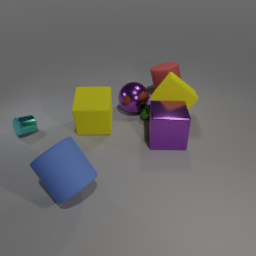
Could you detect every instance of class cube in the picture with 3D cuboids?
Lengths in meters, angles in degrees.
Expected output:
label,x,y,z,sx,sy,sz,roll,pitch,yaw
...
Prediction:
label,x,y,z,sx,sy,sz,roll,pitch,yaw
cube,1.520,-0.120,10.676,1.400,1.400,1.400,1,32,1
cube,-1.375,-0.691,11.278,1.400,1.400,1.400,-1,47,0
cube,1.914,-1.295,11.817,1.400,1.400,1.400,37,21,-8

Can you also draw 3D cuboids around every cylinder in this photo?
label,x,y,z,sx,sy,sz,roll,pitch,yaw
cylinder,-4.131,-0.121,11.216,0.700,0.700,0.700,27,29,35
cylinder,-1.825,1.195,8.060,1.400,1.400,1.400,-35,2,1
cylinder,1.921,-2.404,13.921,1.400,1.400,1.400,-12,23,5

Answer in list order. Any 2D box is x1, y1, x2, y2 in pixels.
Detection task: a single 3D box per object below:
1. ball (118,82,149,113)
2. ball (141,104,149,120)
label,x,y,z,sx,sy,sz,roll,pitch,yaw
ball,0.257,-1.375,12.645,1.400,1.400,1.400,0,32,0
ball,0.909,-0.678,12.203,0.700,0.700,0.700,0,32,0
